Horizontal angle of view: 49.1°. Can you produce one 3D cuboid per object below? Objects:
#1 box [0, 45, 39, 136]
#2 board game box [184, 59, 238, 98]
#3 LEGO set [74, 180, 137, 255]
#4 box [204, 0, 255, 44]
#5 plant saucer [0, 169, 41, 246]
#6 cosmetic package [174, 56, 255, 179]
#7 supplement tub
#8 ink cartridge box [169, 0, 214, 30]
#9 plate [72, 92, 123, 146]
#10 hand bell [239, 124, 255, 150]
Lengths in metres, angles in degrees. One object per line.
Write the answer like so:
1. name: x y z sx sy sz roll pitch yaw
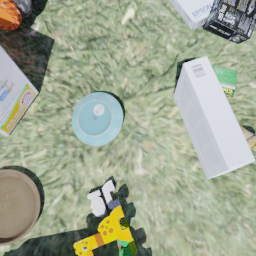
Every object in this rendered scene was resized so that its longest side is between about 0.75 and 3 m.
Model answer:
1. box: -3.577 -1.157 6.428 1.677 2.982 1.511 27 76 10
2. board game box: 2.293 -1.420 7.983 1.548 0.182 0.811 15 72 4
3. LEGO set: -0.442 2.752 6.271 1.228 1.141 2.992 -20 74 -6
4. box: 3.071 -3.374 7.990 1.211 0.637 1.478 21 88 -12
5. plant saucer: -3.049 1.944 6.952 1.813 0.267 1.813 0 75 0
6. cosmetic package: 1.895 -0.132 6.712 0.644 1.881 2.494 -17 75 -5
7. supplement tub: -3.371 -4.414 8.025 1.739 1.739 2.839 12 74 3
8. ink cartridge box: 2.298 -4.413 8.703 2.165 0.477 2.205 -31 78 -8
9. plate: -0.853 -0.261 7.426 1.466 0.187 1.466 -3 80 16
10. hand bell: 2.485 -0.185 7.400 1.009 1.009 1.937 -30 64 -8
